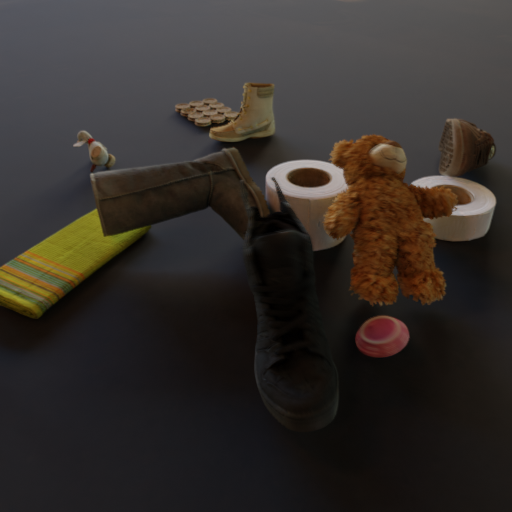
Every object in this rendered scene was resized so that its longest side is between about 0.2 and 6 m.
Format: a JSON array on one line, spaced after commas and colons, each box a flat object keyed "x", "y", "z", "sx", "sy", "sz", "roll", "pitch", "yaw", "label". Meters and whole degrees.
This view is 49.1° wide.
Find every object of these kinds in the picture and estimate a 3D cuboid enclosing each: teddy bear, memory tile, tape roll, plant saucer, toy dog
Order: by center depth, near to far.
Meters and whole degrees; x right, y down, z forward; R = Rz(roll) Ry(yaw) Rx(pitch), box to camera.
[{"x": 1.899, "y": 1.189, "z": 8.520, "sx": 0.803, "sy": 0.204, "sz": 0.803, "roll": -16, "pitch": 33, "yaw": 11, "label": "plant saucer"}, {"x": 2.290, "y": -0.698, "z": 9.631, "sx": 2.400, "sy": 1.105, "sz": 3.310, "roll": 11, "pitch": 69, "yaw": 4, "label": "teddy bear"}, {"x": 1.026, "y": -1.035, "z": 11.136, "sx": 1.702, "sy": 1.168, "sz": 1.702, "roll": 0, "pitch": 34, "yaw": 0, "label": "tape roll"}, {"x": 3.984, "y": -1.004, "z": 11.581, "sx": 1.753, "sy": 0.613, "sz": 1.753, "roll": 0, "pitch": 34, "yaw": 0, "label": "tape roll"}, {"x": -4.073, "y": -2.522, "z": 13.843, "sx": 0.638, "sy": 0.874, "sz": 1.325, "roll": -48, "pitch": 40, "yaw": 1, "label": "toy dog"}, {"x": -1.503, "y": -4.330, "z": 16.880, "sx": 1.426, "sy": 0.156, "sz": 1.860, "roll": -19, "pitch": 39, "yaw": -25, "label": "memory tile"}]

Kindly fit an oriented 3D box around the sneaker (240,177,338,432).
[{"x": 0.348, "y": 0.480, "z": 7.939, "sx": 1.099, "sy": 1.909, "sz": 3.660, "roll": -10, "pitch": 34, "yaw": 2, "label": "sneaker"}]

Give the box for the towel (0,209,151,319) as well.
[{"x": -3.435, "y": 0.026, "z": 10.433, "sx": 1.375, "sy": 0.288, "sz": 3.194, "roll": 20, "pitch": 38, "yaw": 19, "label": "towel"}]

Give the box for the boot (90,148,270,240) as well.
[{"x": -1.474, "y": -0.913, "z": 10.770, "sx": 3.010, "sy": 1.092, "sz": 2.737, "roll": -13, "pitch": 50, "yaw": -21, "label": "boot"}]

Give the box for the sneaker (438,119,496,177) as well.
[{"x": 5.041, "y": -2.605, "z": 13.143, "sx": 1.261, "sy": 1.176, "sz": 3.339, "roll": 13, "pitch": 27, "yaw": 11, "label": "sneaker"}]

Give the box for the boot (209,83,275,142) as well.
[{"x": -0.372, "y": -3.867, "z": 15.026, "sx": 1.883, "sy": 1.464, "sz": 0.685, "roll": -11, "pitch": 36, "yaw": -15, "label": "boot"}]
